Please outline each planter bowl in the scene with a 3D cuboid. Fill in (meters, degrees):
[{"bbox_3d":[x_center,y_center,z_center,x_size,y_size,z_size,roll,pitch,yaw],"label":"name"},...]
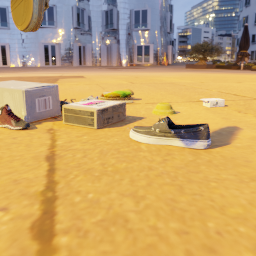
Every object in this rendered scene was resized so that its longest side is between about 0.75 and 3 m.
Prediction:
[{"bbox_3d":[1.394,-0.764,10.804,0.949,0.395,0.949,1,14,0],"label":"planter bowl"}]

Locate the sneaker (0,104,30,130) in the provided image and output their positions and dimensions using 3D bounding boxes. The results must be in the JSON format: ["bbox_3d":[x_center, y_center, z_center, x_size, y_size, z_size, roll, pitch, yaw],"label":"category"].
[{"bbox_3d":[-3.508,-0.353,8.424,1.247,0.720,0.472,6,15,24],"label":"sneaker"}]

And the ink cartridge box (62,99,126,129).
[{"bbox_3d":[-1.075,-0.511,9.243,1.409,0.642,1.710,9,17,29],"label":"ink cartridge box"}]

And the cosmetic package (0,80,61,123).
[{"bbox_3d":[-3.938,-1.032,10.179,2.820,1.272,1.506,13,22,33],"label":"cosmetic package"}]

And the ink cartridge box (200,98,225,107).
[{"bbox_3d":[3.700,-1.113,12.370,0.944,0.318,0.553,-4,14,-16],"label":"ink cartridge box"}]

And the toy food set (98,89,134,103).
[{"bbox_3d":[-0.619,-1.765,14.559,1.852,0.538,2.682,-1,14,-4],"label":"toy food set"}]

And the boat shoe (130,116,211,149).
[{"bbox_3d":[1.000,0.042,6.894,2.053,0.680,0.718,8,16,29],"label":"boat shoe"}]

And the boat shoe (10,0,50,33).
[{"bbox_3d":[-1.594,-2.420,4.876,0.726,1.991,0.627,-32,-32,32],"label":"boat shoe"}]

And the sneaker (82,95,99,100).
[{"bbox_3d":[-1.808,-1.387,13.396,0.861,0.367,0.332,-2,14,-3],"label":"sneaker"}]

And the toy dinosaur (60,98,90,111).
[{"bbox_3d":[-2.763,-0.948,11.003,2.483,0.589,1.094,-2,-12,-5],"label":"toy dinosaur"}]
